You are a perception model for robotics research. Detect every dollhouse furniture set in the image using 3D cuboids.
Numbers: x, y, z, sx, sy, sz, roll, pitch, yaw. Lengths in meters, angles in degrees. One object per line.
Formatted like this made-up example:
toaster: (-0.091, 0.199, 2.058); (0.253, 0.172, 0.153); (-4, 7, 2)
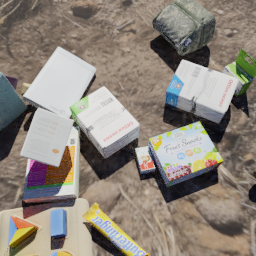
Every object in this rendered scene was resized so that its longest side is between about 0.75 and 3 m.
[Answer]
dollhouse furniture set: (-4.223, -1.247, 11.311); (1.785, 1.267, 1.415); (10, 96, -23)

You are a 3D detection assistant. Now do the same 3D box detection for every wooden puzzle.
wooden puzzle: (-2.489, 3.452, 8.159); (2.809, 0.650, 2.602); (-7, 59, -4)

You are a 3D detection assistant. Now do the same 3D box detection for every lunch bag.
lunch bag: (2.441, -4.462, 12.485); (1.961, 1.629, 2.338); (-33, 65, -7)

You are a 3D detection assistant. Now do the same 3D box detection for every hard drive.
hard drive: (-2.619, -1.778, 11.134); (1.834, 0.371, 2.781); (29, 60, -11)

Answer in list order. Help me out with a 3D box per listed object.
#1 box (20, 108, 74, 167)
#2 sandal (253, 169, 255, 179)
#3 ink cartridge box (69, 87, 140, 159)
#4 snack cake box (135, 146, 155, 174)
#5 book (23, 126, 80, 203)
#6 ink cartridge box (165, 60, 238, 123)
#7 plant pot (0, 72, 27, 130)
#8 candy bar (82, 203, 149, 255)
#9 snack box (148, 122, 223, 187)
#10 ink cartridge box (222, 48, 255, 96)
box: (-2.537, 0.321, 8.757); (1.165, 0.814, 1.531); (21, 77, -20)
sandal: (5.096, 1.008, 9.535); (2.478, 0.995, 0.669); (-28, 47, -18)
ink cartridge box: (-0.843, -0.225, 10.230); (1.591, 0.919, 2.187); (-33, 64, -17)
snack cake box: (0.593, 1.113, 9.793); (0.505, 0.295, 0.878); (-10, 59, -8)
book: (-2.564, 1.178, 9.607); (1.736, 0.624, 2.598); (-4, 58, 1)
ink cartridge box: (2.805, -1.425, 10.855); (2.281, 0.980, 1.671); (24, 69, 12)
plant pot: (-5.532, -0.923, 9.999); (2.242, 2.249, 2.290); (29, 68, 16)
candy bar: (-0.343, 3.205, 8.343); (2.304, 0.255, 0.575); (40, 71, 12)
snack box: (1.933, 0.875, 9.708); (2.004, 0.678, 1.690); (-17, 61, -11)
ink cartridge box: (4.397, -2.195, 11.095); (0.572, 1.510, 1.116); (-26, 62, -15)
